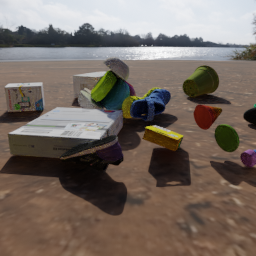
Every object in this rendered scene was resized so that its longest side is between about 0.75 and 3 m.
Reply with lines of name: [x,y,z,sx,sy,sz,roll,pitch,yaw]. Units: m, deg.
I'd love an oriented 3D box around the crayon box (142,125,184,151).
crayon box: [0.842,0.226,6.687,0.818,0.327,1.288,21,7,15]

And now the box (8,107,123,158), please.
box: [-1.472,0.033,7.684,2.232,0.589,2.863,3,18,8]

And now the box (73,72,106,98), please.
box: [-1.466,-2.153,13.957,1.406,1.102,2.260,9,20,29]

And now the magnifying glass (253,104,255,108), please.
magnifying glass: [6.337,-0.685,10.621,2.947,0.330,1.173,1,17,11]

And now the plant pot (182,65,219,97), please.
plant pot: [3.497,-2.182,13.941,1.513,1.513,1.437,16,36,43]

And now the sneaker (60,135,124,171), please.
sneaker: [-0.765,0.649,5.760,1.454,0.636,0.551,-15,15,30]

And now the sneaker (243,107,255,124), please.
sneaker: [4.627,-0.252,8.623,1.919,0.576,1.001,8,14,14]

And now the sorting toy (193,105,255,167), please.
sorting toy: [2.407,0.062,6.563,0.668,0.673,1.941,-21,51,-24]

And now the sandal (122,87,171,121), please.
sandal: [0.897,-0.785,9.989,1.066,0.973,2.448,20,32,33]

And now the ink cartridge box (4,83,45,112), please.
ink cartridge box: [-4.085,-1.246,11.176,1.352,0.992,0.987,-5,18,-13]

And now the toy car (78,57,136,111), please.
toy car: [-0.560,-1.363,10.508,1.879,2.193,2.506,39,9,-9]
